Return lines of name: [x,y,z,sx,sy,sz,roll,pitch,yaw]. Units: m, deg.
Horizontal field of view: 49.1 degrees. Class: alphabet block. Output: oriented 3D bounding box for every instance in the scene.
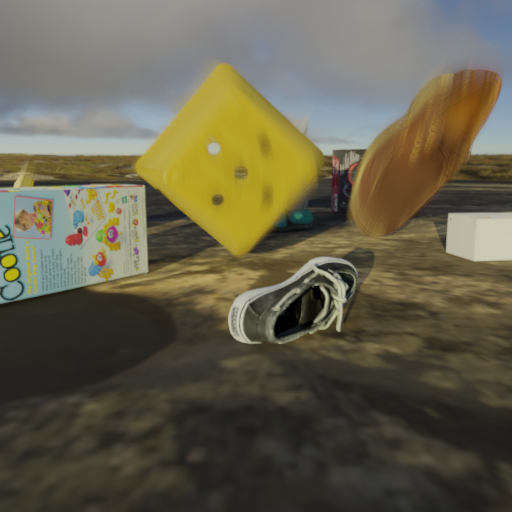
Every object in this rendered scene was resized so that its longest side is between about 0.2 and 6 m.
alphabet block: [-3.649,-1.100,8.790,0.202,0.205,0.200,37,20,-39]

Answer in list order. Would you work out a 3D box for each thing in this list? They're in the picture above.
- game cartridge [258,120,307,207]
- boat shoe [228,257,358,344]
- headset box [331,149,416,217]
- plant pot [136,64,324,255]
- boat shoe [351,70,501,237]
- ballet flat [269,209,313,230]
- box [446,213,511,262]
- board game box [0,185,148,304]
game cartridge: [0.340,-1.367,8.364,0.853,1.282,0.262,0,9,0]
boat shoe: [0.470,0.348,4.513,0.513,0.555,1.502,4,10,43]
headset box: [2.907,-1.894,14.416,2.294,1.705,0.860,7,12,41]
plant pot: [-0.276,-1.128,7.112,1.941,1.941,1.712,40,7,-14]
boat shoe: [2.392,-1.535,7.833,1.064,2.957,0.999,42,-16,-17]
ballet flat: [0.509,-0.717,11.158,1.480,0.499,0.471,1,-12,-41]
box: [3.561,-0.296,8.183,1.269,0.619,0.789,-1,10,-10]
board game box: [-2.356,-0.221,6.235,1.089,1.108,2.114,6,10,33]
